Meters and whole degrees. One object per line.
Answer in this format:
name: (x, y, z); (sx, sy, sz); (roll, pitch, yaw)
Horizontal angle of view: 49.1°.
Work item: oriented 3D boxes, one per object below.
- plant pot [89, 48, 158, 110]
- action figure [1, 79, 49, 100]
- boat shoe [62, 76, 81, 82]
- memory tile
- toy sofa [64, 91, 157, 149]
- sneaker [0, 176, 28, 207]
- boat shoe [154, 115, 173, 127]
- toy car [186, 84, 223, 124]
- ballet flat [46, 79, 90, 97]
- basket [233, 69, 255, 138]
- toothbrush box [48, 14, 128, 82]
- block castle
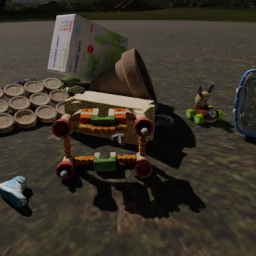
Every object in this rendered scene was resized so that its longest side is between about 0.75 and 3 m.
plant pot: (-0.219, -1.342, 9.632); (1.919, 2.200, 2.200); (-20, 23, 13)
action figure: (-4.046, -1.245, 10.682); (1.829, 0.989, 1.891); (15, 31, 42)
boat shoe: (-2.374, -2.222, 12.724); (1.423, 0.468, 0.508); (-24, 0, -14)
memory tile: (-3.378, -0.860, 9.663); (2.818, 0.237, 2.160); (-15, 52, -30)
toy sofa: (-0.496, -0.315, 8.390); (2.629, 1.089, 1.283); (11, 25, 21)
sneaker: (-2.283, 1.288, 5.918); (0.889, 0.354, 0.580); (19, 33, 33)
boat shoe: (0.825, -0.152, 8.932); (1.146, 0.428, 0.531); (6, 38, 19)
toy car: (2.600, -0.850, 9.363); (0.984, 1.198, 0.945); (-11, 28, -22)
ballet flat: (-2.516, -1.603, 11.288); (2.198, 0.747, 0.752); (-2, 9, 0)
basket: (3.926, -0.597, 7.893); (1.724, 2.185, 2.478); (7, 8, 11)
toothbrush box: (-1.443, -2.820, 10.678); (1.191, 2.015, 2.767); (15, 5, 41)
block castle: (-0.545, 0.404, 6.479); (2.232, 1.491, 1.047); (-1, 20, -2)
